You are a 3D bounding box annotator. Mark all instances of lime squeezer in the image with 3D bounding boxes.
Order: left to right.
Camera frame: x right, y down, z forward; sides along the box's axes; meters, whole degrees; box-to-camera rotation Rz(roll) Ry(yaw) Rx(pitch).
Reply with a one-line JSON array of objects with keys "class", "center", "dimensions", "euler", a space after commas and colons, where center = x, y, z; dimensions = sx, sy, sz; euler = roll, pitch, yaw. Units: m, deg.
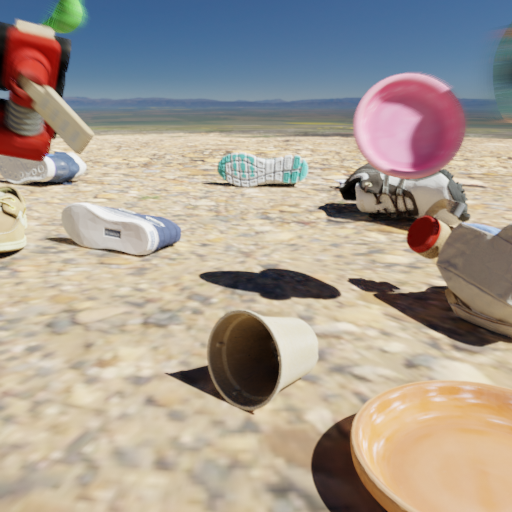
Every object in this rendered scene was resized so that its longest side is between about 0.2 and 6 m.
[{"class": "lime squeezer", "center": [-2.375, -2.966, 6.071], "dimensions": [0.907, 0.484, 2.568], "euler": [26, -21, -1]}]

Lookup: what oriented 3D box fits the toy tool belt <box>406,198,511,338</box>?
[{"class": "toy tool belt", "center": [2.859, 0.211, 6.593], "dimensions": [1.319, 1.340, 2.146], "euler": [25, 6, -27]}]

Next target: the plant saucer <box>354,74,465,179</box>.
[{"class": "plant saucer", "center": [1.717, -1.442, 6.370], "dimensions": [1.218, 1.218, 0.309], "euler": [2, -9, 6]}]

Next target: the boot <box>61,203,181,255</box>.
[{"class": "boot", "center": [-2.321, -0.465, 9.618], "dimensions": [2.036, 0.741, 0.920], "euler": [18, 16, 26]}]

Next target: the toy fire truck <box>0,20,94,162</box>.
[{"class": "toy fire truck", "center": [-2.217, -1.445, 5.702], "dimensions": [0.962, 1.317, 1.496], "euler": [8, 40, -24]}]

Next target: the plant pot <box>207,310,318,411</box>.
[{"class": "plant pot", "center": [0.127, 0.852, 4.908], "dimensions": [0.828, 0.828, 0.758], "euler": [14, 10, 39]}]

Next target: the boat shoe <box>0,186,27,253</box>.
[{"class": "boat shoe", "center": [-4.533, -0.673, 9.767], "dimensions": [0.993, 0.890, 2.682], "euler": [-6, 17, -20]}]

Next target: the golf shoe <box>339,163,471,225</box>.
[{"class": "golf shoe", "center": [2.920, -1.138, 11.417], "dimensions": [1.522, 1.252, 3.221], "euler": [-28, 25, -12]}]

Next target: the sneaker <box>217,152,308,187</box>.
[{"class": "sneaker", "center": [0.190, -2.374, 16.031], "dimensions": [2.574, 0.999, 1.174], "euler": [6, 1, 6]}]

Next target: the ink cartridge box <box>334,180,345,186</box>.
[{"class": "ink cartridge box", "center": [2.759, -2.000, 15.581], "dimensions": [1.118, 0.219, 0.556], "euler": [-3, 17, -16]}]

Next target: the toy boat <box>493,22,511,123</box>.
[{"class": "toy boat", "center": [2.957, -2.138, 5.521], "dimensions": [0.734, 1.327, 1.579], "euler": [15, -23, -23]}]

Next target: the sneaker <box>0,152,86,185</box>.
[{"class": "sneaker", "center": [-6.170, -2.603, 16.492], "dimensions": [2.370, 0.955, 1.735], "euler": [8, 13, 30]}]

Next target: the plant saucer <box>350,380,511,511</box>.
[{"class": "plant saucer", "center": [1.515, 1.388, 3.682], "dimensions": [1.788, 0.335, 1.788], "euler": [0, 17, 0]}]
